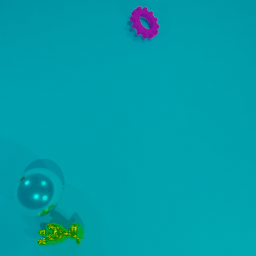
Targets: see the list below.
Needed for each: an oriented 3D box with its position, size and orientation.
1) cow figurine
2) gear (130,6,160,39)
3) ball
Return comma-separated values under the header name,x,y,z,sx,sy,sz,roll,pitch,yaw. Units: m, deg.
name,x,y,z,sx,sy,sz,roll,pitch,yaw
cow figurine,-1.698,2.762,7.229,1.009,1.025,0.563,24,44,-35
gear,0.561,-3.463,9.216,1.065,0.197,1.065,10,71,-31
ball,-2.328,1.661,7.277,1.246,1.246,1.246,0,72,0
